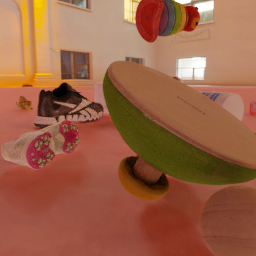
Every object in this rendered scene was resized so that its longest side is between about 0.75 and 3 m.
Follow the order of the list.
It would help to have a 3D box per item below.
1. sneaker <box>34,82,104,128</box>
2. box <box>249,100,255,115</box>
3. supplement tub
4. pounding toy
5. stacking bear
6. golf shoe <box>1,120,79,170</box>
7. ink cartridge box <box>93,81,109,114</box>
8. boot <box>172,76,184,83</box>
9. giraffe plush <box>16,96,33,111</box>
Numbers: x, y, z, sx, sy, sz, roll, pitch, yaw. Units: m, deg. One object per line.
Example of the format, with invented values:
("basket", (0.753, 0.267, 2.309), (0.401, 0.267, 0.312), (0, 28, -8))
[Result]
("sneaker", (-1.743, -0.813, 8.993), (0.951, 1.295, 2.863), (8, 13, 33))
("box", (5.216, -0.810, 11.138), (0.572, 0.527, 1.114), (6, 12, 31))
("supplement tub", (2.439, -0.556, 8.284), (1.047, 1.047, 1.587), (-7, 11, -32))
("pounding toy", (0.632, 0.415, 3.385), (2.144, 1.289, 2.777), (5, 33, -43))
("stacking bear", (1.424, -3.517, 8.990), (2.135, 1.296, 1.214), (-11, 37, -29))
("golf shoe", (-1.517, 0.228, 5.115), (0.815, 0.671, 1.782), (0, 9, 18))
("ink cartridge box", (0.313, -1.386, 11.393), (2.818, 1.166, 2.064), (-18, 23, -40))
("boot", (0.455, -0.845, 8.319), (1.622, 0.814, 2.249), (2, -25, -40))
("giraffe plush", (-4.610, -1.039, 12.653), (0.766, 0.661, 0.622), (-35, -22, 32))
